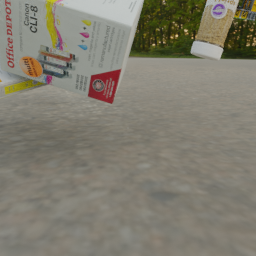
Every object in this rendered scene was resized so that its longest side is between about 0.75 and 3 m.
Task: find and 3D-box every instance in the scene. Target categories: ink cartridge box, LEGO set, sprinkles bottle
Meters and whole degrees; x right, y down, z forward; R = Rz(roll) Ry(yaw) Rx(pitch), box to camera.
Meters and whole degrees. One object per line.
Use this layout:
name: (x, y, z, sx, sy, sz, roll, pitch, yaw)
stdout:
ink cartridge box: (-3.010, -1.888, 7.564, 2.417, 0.568, 2.389, -24, 54, -39)
ink cartridge box: (-1.260, -2.179, 6.382, 2.707, 1.967, 1.957, 17, 43, -1)
LEGO set: (3.250, -4.007, 8.605, 1.374, 1.036, 1.787, 6, 28, -8)
sprinkles bottle: (1.819, -2.307, 5.604, 0.617, 1.809, 0.617, 14, 13, -4)
